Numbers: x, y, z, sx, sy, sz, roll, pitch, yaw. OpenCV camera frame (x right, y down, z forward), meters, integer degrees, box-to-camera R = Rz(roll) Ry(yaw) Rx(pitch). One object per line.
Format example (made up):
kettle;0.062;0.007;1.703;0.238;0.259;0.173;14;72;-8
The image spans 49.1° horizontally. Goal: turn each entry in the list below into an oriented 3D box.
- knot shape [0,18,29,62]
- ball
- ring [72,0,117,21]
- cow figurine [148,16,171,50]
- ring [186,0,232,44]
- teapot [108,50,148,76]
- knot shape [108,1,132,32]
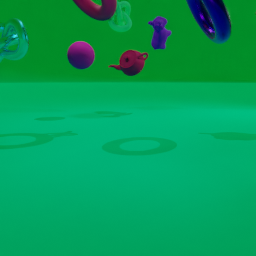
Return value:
knot shape;-3.592;-2.598;8.238;1.760;0.813;1.647;-27;47;15
ball;-1.816;-2.802;10.828;1.053;1.053;1.053;0;10;0
ring;-1.049;-3.598;7.122;0.381;1.905;1.905;-48;29;-15
cow figurine;1.290;-3.986;11.882;0.758;1.380;1.358;31;29;24
ring;1.847;-2.810;6.611;0.362;1.810;1.810;-31;6;10
teapot;0.060;-2.988;12.706;1.929;1.199;0.944;-16;-22;25
knot shape;-0.286;-3.259;7.832;0.489;0.991;1.059;-15;41;31
